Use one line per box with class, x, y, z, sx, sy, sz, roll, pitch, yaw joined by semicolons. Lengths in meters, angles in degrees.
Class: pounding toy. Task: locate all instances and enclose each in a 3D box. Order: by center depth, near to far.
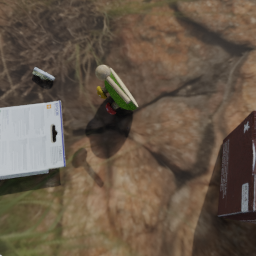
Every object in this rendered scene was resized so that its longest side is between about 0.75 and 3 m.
pounding toy;-0.459;-0.933;7.895;0.832;1.792;1.383;-35;83;8

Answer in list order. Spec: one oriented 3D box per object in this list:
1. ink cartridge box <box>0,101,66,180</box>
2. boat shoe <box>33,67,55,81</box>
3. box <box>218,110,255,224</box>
ink cartridge box;-2.846;0.324;8.027;2.085;0.423;2.081;-7;70;-3
boat shoe;-2.672;-1.659;8.875;0.777;0.280;0.241;29;95;15
box;3.908;1.198;6.726;2.747;2.256;2.279;10;70;4
